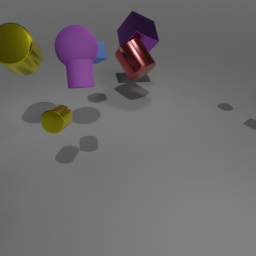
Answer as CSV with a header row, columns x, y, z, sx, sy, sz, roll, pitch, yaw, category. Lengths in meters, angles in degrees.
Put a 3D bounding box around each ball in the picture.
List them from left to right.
x,y,z,sx,sy,sz,roll,pitch,yaw,category
-1.675,-2.629,9.138,1.400,1.400,1.400,0,32,0,ball

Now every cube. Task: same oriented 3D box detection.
x,y,z,sx,sy,sz,roll,pitch,yaw,category
-1.373,-3.083,11.482,0.700,0.700,0.700,-12,2,39,cube
0.466,-4.537,13.769,1.400,1.400,1.400,12,56,-34,cube

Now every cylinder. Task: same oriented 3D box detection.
x,y,z,sx,sy,sz,roll,pitch,yaw,category
-3.808,-2.655,9.635,1.400,1.400,1.400,-1,-5,-2,cylinder
-2.056,-0.267,8.117,0.700,0.700,0.700,6,19,9,cylinder
-1.258,-1.416,7.371,0.700,0.700,0.700,-4,7,1,cylinder
0.340,-3.130,12.858,1.400,1.400,1.400,-28,84,-36,cylinder
